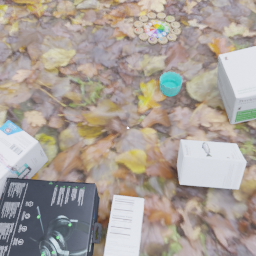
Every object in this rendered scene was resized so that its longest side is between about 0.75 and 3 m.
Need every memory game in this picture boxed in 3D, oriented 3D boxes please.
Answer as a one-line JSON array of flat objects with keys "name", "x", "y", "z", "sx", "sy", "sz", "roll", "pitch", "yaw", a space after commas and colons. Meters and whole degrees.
[{"name": "memory game", "x": 1.191, "y": -4.118, "z": 11.499, "sx": 1.976, "sy": 0.126, "sz": 1.976, "roll": 0, "pitch": 59, "yaw": 0}]

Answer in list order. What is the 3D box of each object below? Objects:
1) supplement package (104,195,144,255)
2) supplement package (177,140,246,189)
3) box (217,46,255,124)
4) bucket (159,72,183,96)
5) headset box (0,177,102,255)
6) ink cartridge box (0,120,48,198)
[{"name": "supplement package", "x": -0.060, "y": 2.522, "z": 6.951, "sx": 0.795, "sy": 0.826, "sz": 1.451, "roll": 6, "pitch": 59, "yaw": 5}, {"name": "supplement package", "x": 2.210, "y": 0.978, "z": 7.670, "sx": 1.599, "sy": 0.938, "sz": 0.934, "roll": 4, "pitch": 28, "yaw": 2}, {"name": "box", "x": 3.910, "y": -1.375, "z": 8.754, "sx": 1.811, "sy": 1.559, "sz": 1.820, "roll": -12, "pitch": 57, "yaw": 7}, {"name": "bucket", "x": 1.458, "y": -1.500, "z": 9.646, "sx": 0.785, "sy": 0.511, "sz": 0.785, "roll": 0, "pitch": 58, "yaw": 1}, {"name": "headset box", "x": -1.882, "y": 2.450, "z": 6.811, "sx": 2.452, "sy": 1.138, "sz": 2.135, "roll": 2, "pitch": 57, "yaw": 1}, {"name": "ink cartridge box", "x": -3.325, "y": 0.925, "z": 7.722, "sx": 1.206, "sy": 1.200, "sz": 1.644, "roll": 32, "pitch": 63, "yaw": 18}]
